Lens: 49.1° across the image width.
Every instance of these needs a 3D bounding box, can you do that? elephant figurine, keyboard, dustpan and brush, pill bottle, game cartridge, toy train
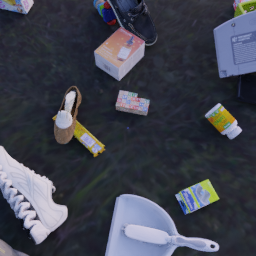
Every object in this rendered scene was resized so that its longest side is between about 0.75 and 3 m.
[{"bbox_3d":[-3.430,3.961,6.114,2.686,1.901,2.084,-44,43,-1],"label":"elephant figurine"},{"bbox_3d":[4.771,-1.258,9.113,2.374,0.304,1.425,12,69,4],"label":"keyboard"},{"bbox_3d":[0.848,2.757,7.056,2.681,0.767,1.871,9,66,4],"label":"dustpan and brush"},{"bbox_3d":[2.877,-0.179,8.395,0.574,0.574,1.034,-41,84,-16],"label":"pill bottle"},{"bbox_3d":[4.101,-2.691,8.629,2.705,0.548,1.804,-9,108,11],"label":"game cartridge"},{"bbox_3d":[-0.252,-4.733,10.458,1.952,0.826,1.130,-29,56,-12],"label":"toy train"}]

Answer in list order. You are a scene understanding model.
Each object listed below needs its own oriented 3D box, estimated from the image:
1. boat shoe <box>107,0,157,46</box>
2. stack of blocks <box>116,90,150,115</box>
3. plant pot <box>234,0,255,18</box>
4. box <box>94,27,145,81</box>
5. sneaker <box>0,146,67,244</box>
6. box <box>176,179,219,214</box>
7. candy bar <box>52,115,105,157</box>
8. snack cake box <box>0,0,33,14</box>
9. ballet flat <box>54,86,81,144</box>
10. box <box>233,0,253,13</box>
[{"bbox_3d":[0.125,-4.080,9.429,1.052,0.934,2.816,-35,100,-10],"label":"boat shoe"},{"bbox_3d":[0.163,-0.797,8.904,1.002,0.294,0.577,12,66,5],"label":"stack of blocks"},{"bbox_3d":[4.393,-3.489,9.620,1.300,1.186,1.307,-13,66,-6],"label":"plant pot"},{"bbox_3d":[-0.269,-2.499,9.420,1.060,0.740,1.392,36,71,15],"label":"box"},{"bbox_3d":[-2.745,1.590,7.541,1.185,1.099,2.924,-30,70,-29],"label":"sneaker"},{"bbox_3d":[1.904,1.897,7.737,1.009,0.240,0.615,-21,67,-10],"label":"box"},{"bbox_3d":[-1.500,0.122,8.536,1.971,0.218,0.491,41,72,16],"label":"candy bar"},{"bbox_3d":[-4.712,-5.062,10.332,2.029,1.167,0.682,14,66,7],"label":"snack cake box"},{"bbox_3d":[-1.808,-0.488,8.406,0.656,0.699,1.933,11,58,1],"label":"ballet flat"},{"bbox_3d":[4.337,-4.447,10.416,0.476,0.516,1.005,-5,65,-2],"label":"box"}]
